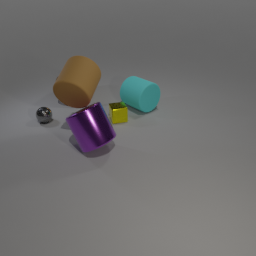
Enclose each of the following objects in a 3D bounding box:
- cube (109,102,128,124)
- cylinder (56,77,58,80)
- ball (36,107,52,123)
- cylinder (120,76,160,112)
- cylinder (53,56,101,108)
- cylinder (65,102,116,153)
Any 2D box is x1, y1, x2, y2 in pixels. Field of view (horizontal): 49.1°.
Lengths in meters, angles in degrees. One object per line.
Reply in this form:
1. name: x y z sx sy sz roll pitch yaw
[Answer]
1. cube: -0.431 -0.681 12.418 0.700 0.700 0.700 -8 31 -12
2. cylinder: -2.734 -2.131 13.915 1.400 1.400 1.400 3 16 5
3. ball: -3.672 -0.580 12.257 0.700 0.700 0.700 0 30 0
4. cylinder: 0.567 -1.609 13.221 1.400 1.400 1.400 -24 37 -35
5. cylinder: -1.846 -1.684 10.314 1.400 1.400 1.400 8 54 13
6. cylinder: -1.335 -0.040 10.176 1.400 1.400 1.400 -25 10 5
